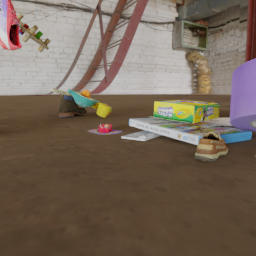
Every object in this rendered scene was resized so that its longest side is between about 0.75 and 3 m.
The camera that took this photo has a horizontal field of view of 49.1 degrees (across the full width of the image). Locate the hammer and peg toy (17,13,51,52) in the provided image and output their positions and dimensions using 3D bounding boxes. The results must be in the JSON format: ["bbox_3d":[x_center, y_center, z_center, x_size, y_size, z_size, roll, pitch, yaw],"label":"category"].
[{"bbox_3d":[-3.770,-3.640,10.300,1.309,0.628,1.780,48,8,20],"label":"hammer and peg toy"}]

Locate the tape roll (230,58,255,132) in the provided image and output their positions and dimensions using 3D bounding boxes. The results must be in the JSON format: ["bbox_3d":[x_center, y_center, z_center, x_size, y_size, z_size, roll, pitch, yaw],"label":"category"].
[{"bbox_3d":[3.850,-0.636,6.320,2.906,1.235,2.906,6,-8,1],"label":"tape roll"}]

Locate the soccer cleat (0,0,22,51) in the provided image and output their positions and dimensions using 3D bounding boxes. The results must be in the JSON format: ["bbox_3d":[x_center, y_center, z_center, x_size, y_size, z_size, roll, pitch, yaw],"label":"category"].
[{"bbox_3d":[-3.415,-3.241,7.880,0.757,2.067,0.705,13,27,23],"label":"soccer cleat"}]

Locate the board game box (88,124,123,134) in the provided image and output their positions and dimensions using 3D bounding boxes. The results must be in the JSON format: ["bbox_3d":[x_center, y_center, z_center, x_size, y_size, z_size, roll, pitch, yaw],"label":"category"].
[{"bbox_3d":[-0.680,0.006,8.148,0.810,0.199,1.025,-6,10,-36],"label":"board game box"}]

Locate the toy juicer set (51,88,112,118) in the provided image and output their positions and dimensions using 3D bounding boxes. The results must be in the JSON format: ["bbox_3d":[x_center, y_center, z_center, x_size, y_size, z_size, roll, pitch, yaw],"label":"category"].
[{"bbox_3d":[-1.834,-1.328,12.344,2.650,0.721,1.686,26,8,6],"label":"toy juicer set"}]

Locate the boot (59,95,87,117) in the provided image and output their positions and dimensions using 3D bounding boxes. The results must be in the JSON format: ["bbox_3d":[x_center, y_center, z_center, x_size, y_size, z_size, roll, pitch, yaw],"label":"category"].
[{"bbox_3d":[-2.370,-1.001,12.292,0.730,0.947,1.953,0,8,18],"label":"boot"}]

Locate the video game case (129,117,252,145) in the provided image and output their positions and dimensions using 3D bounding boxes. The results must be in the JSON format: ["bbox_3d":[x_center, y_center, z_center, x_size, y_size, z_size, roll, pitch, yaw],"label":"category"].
[{"bbox_3d":[1.538,0.012,7.374,1.880,0.234,2.627,-4,12,-36],"label":"video game case"}]

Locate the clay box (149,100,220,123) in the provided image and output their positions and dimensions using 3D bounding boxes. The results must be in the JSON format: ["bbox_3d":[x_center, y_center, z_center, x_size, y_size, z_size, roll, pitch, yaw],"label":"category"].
[{"bbox_3d":[1.695,-0.520,8.219,1.257,0.521,2.187,10,11,36],"label":"clay box"}]

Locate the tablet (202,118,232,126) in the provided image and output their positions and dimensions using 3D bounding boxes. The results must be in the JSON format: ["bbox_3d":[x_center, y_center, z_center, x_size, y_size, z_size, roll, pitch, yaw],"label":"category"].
[{"bbox_3d":[2.940,-0.229,9.894,2.324,0.159,1.512,-1,9,-5],"label":"tablet"}]

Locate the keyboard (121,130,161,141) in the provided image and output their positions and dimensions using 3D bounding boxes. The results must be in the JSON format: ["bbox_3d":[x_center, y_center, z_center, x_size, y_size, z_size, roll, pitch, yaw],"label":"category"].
[{"bbox_3d":[0.768,0.109,7.858,0.697,0.132,2.477,-1,7,33],"label":"keyboard"}]

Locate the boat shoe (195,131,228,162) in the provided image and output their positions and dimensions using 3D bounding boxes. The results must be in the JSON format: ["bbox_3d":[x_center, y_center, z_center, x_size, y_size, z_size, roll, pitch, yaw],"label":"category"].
[{"bbox_3d":[1.629,0.292,5.330,0.471,0.459,1.244,5,10,28],"label":"boat shoe"}]
